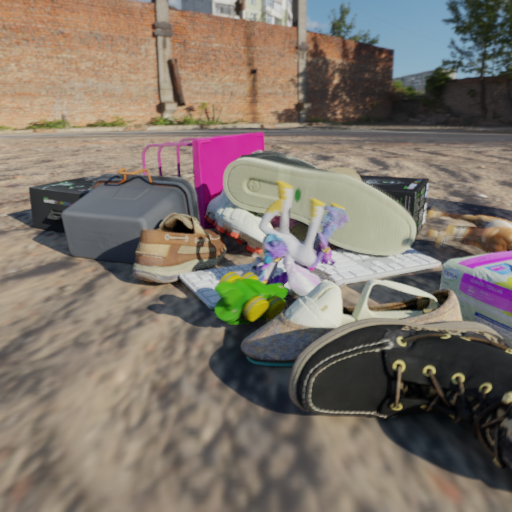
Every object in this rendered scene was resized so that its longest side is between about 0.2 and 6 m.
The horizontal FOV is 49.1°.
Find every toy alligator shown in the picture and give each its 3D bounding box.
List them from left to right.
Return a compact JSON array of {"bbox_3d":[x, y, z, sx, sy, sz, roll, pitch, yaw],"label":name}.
[{"bbox_3d":[0.028,0.612,7.213,0.616,0.564,2.079,41,17,27],"label":"toy alligator"}]

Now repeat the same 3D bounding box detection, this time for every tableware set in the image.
[{"bbox_3d":[1.309,-0.842,10.837,1.935,0.269,2.316,-13,52,-6],"label":"tableware set"}]

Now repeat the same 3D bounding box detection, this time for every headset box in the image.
[{"bbox_3d":[-3.781,-1.158,12.657,1.800,0.959,2.068,9,18,27],"label":"headset box"},{"bbox_3d":[2.390,-1.106,12.219,2.385,1.106,2.077,7,17,23],"label":"headset box"}]

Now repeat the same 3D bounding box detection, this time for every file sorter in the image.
[{"bbox_3d":[-1.200,-1.893,13.548,1.771,1.962,2.823,6,17,30],"label":"file sorter"}]

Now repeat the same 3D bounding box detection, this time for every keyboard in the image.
[{"bbox_3d":[1.004,0.233,9.129,4.367,0.233,1.229,-9,18,-27],"label":"keyboard"}]

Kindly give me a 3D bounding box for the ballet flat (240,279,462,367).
[{"bbox_3d":[1.089,0.691,6.355,2.563,0.862,0.872,-3,16,-8],"label":"ballet flat"}]

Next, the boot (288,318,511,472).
[{"bbox_3d":[1.636,1.202,4.675,2.354,0.861,1.772,0,14,-21],"label":"boot"}]

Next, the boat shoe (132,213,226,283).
[{"bbox_3d":[-1.181,-0.253,9.463,0.967,0.917,2.553,5,13,16],"label":"boat shoe"}]

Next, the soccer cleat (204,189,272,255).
[{"bbox_3d":[-0.270,-0.902,10.962,1.052,1.177,3.035,34,2,-22],"label":"soccer cleat"}]

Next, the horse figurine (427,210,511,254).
[{"bbox_3d":[3.882,-0.327,9.585,1.719,0.647,2.593,10,11,5],"label":"horse figurine"}]

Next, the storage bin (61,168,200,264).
[{"bbox_3d":[-2.377,-0.694,10.311,2.233,1.625,1.500,6,27,19],"label":"storage bin"}]

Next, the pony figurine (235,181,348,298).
[{"bbox_3d":[0.621,-0.021,7.838,1.576,1.632,1.359,23,14,4],"label":"pony figurine"}]

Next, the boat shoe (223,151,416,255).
[{"bbox_3d":[1.190,-1.054,9.970,3.467,1.245,1.172,21,26,13],"label":"boat shoe"}]

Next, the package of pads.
[{"bbox_3d":[3.914,0.514,6.968,2.524,0.861,1.950,-7,17,-23],"label":"package of pads"}]
